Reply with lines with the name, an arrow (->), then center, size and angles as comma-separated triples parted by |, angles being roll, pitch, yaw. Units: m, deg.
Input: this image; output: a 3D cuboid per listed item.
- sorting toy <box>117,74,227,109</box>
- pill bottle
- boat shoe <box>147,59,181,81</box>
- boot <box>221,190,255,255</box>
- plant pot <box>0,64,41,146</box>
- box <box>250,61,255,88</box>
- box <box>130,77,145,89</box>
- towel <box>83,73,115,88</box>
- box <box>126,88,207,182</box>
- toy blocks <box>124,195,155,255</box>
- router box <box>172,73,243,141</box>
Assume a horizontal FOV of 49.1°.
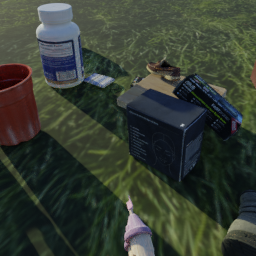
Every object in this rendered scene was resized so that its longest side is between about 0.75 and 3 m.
sorting toy -> 1.492, -0.757, 9.501 | 2.723, 0.948, 2.707 | 23, 43, 26
pill bottle -> -2.693, -3.239, 11.142 | 1.654, 2.981, 1.654 | 0, 37, 0
boat shoe -> 1.270, -2.163, 9.952 | 0.577, 0.575, 1.598 | -17, 35, -28
boot -> 3.484, 2.315, 5.427 | 2.989, 1.012, 1.952 | 25, 38, 27
plant pot -> -3.613, -0.641, 8.440 | 1.977, 1.923, 1.977 | -4, 36, 3
box -> 6.021, -2.151, 10.706 | 1.787, 1.769, 2.154 | 4, 37, 5
box -> 0.529, -1.812, 11.559 | 0.690, 0.210, 0.856 | 15, 39, 15
towel -> -1.232, -2.017, 11.908 | 1.123, 0.134, 0.825 | 22, 44, 29
box -> 0.977, 0.156, 7.507 | 1.797, 1.767, 1.114 | 26, 49, 32
toy blocks -> 0.391, 2.383, 4.286 | 2.282, 2.132, 1.921 | -10, 43, -8
router box -> 2.238, -0.650, 7.698 | 1.906, 0.592, 1.428 | 44, 26, 7
